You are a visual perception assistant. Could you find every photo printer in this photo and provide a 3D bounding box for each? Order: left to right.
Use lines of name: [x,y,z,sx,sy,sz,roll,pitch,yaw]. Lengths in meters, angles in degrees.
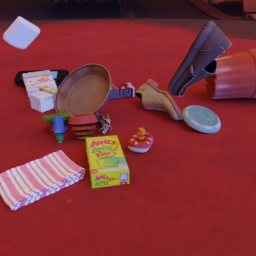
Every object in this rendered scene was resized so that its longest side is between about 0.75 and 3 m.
photo printer: [-3.744,-3.264,9.779,0.877,1.054,0.366,20,40,-54]

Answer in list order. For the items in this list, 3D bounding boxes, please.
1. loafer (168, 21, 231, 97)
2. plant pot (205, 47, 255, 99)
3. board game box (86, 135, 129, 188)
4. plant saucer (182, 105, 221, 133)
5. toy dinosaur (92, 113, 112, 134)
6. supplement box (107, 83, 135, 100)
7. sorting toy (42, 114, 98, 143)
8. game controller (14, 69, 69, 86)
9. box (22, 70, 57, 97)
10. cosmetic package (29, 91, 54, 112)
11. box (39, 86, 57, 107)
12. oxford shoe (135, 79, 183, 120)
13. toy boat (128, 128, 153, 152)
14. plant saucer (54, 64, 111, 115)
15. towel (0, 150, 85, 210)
loafer: [1.597,-1.351,6.472,0.785,2.212,0.808,33,61,5]
plant pot: [4.722,-2.269,12.382,2.278,2.342,2.342,-8,27,3]
board game box: [-0.627,0.872,7.865,0.967,0.453,1.904,-5,27,-10]
plant saucer: [2.685,-0.383,10.142,1.482,0.203,1.482,10,39,-8]
toy dinosaur: [-0.900,-0.177,10.055,0.742,0.559,1.094,24,13,-5]
supplement box: [-0.546,-1.701,12.958,1.545,0.470,0.841,-8,28,-14]
sorting toy: [-2.010,-0.006,9.434,2.090,0.858,1.256,2,9,31]
game controller: [-4.506,-2.680,14.780,2.768,0.583,1.444,-4,27,-7]
box: [-4.323,-2.206,13.660,1.359,0.359,1.744,-13,43,-19]
cosmetic package: [-3.568,-1.098,11.580,0.751,0.629,0.625,21,32,34]
box: [-3.298,-1.325,11.903,1.270,0.745,0.307,19,32,32]
oxford shoe: [1.216,-0.971,11.345,1.060,0.998,2.834,-35,37,-2]
toy boat: [0.400,0.304,8.756,0.669,0.670,1.025,9,28,17]
plant saucer: [-1.680,-1.311,10.829,2.553,0.467,2.553,-12,60,22]
towel: [-2.331,1.234,7.331,2.034,0.304,1.488,-21,33,-35]
